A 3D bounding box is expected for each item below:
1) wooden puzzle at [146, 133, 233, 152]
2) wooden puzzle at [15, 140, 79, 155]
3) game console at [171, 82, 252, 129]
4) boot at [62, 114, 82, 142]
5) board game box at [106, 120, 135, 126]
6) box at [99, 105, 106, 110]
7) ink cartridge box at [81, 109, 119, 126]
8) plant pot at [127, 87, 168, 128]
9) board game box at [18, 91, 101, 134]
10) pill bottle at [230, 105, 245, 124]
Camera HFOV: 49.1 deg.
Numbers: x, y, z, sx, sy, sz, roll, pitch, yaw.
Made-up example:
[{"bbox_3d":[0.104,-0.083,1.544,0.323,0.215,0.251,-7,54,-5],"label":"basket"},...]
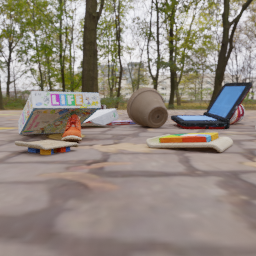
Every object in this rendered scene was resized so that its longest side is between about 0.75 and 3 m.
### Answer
[{"bbox_3d":[1.268,0.235,5.646,1.440,0.268,1.332,3,5,30],"label":"wooden puzzle"},{"bbox_3d":[-1.431,0.339,4.969,0.780,0.195,0.842,4,1,35],"label":"wooden puzzle"},{"bbox_3d":[3.026,-0.936,10.806,2.394,1.648,2.778,0,8,0],"label":"game console"},{"bbox_3d":[-1.268,0.001,6.377,0.435,0.621,1.159,1,5,-9],"label":"boot"},{"bbox_3d":[-0.349,-0.231,12.150,1.632,0.159,0.840,-3,5,-36],"label":"board game box"},{"bbox_3d":[-1.853,-0.939,16.505,1.039,0.853,0.862,1,5,7],"label":"box"},{"bbox_3d":[-1.580,-0.195,10.547,1.972,0.494,1.587,-29,18,-36],"label":"ink cartridge box"},{"bbox_3d":[0.861,-0.635,10.466,1.517,1.517,1.323,-2,22,-20],"label":"plant pot"},{"bbox_3d":[-1.875,-0.331,7.284,1.574,0.401,2.342,-3,-14,-29],"label":"board game box"},{"bbox_3d":[4.558,-0.672,12.403,0.985,0.985,1.744,3,6,36],"label":"pill bottle"}]
